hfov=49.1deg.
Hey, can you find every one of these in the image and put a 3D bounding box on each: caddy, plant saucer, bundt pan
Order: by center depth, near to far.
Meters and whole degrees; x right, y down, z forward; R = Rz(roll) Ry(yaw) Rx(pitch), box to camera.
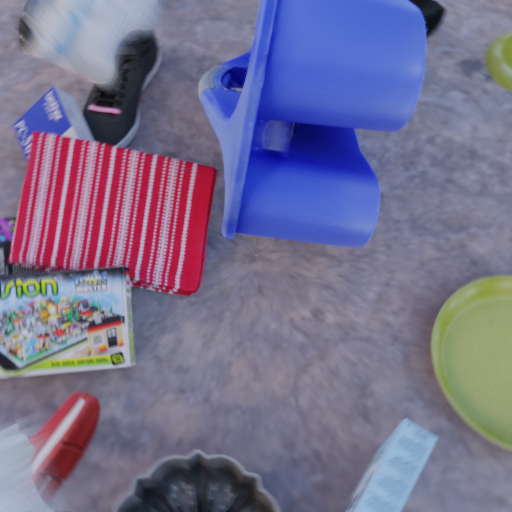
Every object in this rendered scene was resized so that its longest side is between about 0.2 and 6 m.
[{"bbox_3d":[-0.637,3.161,6.065,1.912,0.718,1.912,0,60,0],"label":"bundt pan"},{"bbox_3d":[0.420,-2.007,7.247,2.333,3.143,4.445,11,31,-3],"label":"caddy"},{"bbox_3d":[3.433,1.392,7.260,2.392,0.372,2.392,0,61,0],"label":"plant saucer"},{"bbox_3d":[5.033,-3.519,10.083,1.732,0.269,1.732,0,60,0],"label":"plant saucer"}]

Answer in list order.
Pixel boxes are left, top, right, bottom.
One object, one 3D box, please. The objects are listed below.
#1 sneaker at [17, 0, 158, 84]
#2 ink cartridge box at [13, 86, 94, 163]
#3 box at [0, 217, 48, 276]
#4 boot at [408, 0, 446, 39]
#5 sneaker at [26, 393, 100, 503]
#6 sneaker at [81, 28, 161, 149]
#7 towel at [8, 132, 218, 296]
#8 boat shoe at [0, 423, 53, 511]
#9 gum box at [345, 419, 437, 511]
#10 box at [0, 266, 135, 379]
[{"bbox_3d":[-1.564,-3.435,6.598,1.123,1.298,2.997,32,93,43],"label":"sneaker"},{"bbox_3d":[-2.977,-1.513,8.600,1.003,0.472,2.135,-37,63,14],"label":"ink cartridge box"},{"bbox_3d":[-3.061,-0.036,7.874,1.485,0.268,1.061,-4,89,-4],"label":"box"},{"bbox_3d":[2.003,-4.603,10.307,2.548,0.943,2.088,-31,67,-24],"label":"boot"},{"bbox_3d":[-3.052,2.397,6.363,1.459,0.989,2.525,29,63,14],"label":"sneaker"},{"bbox_3d":[-2.345,-2.950,9.100,1.009,1.416,2.854,13,63,5],"label":"sneaker"},{"bbox_3d":[-1.920,-0.564,7.712,2.613,0.294,1.890,10,86,-7],"label":"towel"},{"bbox_3d":[-2.027,1.580,4.285,1.966,0.723,0.656,49,53,-19],"label":"boat shoe"},{"bbox_3d":[1.158,2.724,5.844,0.399,1.521,1.790,31,65,17],"label":"gum box"},{"bbox_3d":[-2.833,0.874,7.247,2.393,0.415,1.317,-5,85,-3],"label":"box"}]
